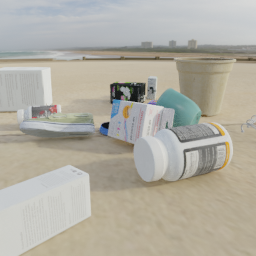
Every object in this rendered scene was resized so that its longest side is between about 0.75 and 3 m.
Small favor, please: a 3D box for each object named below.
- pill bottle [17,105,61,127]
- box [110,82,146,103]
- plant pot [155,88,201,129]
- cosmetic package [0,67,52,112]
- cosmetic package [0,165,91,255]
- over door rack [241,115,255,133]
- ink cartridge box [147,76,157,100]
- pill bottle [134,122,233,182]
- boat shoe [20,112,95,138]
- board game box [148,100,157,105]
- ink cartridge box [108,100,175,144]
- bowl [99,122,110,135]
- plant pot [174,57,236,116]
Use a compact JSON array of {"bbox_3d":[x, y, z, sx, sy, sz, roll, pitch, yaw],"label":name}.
[{"bbox_3d":[-3.536,-0.443,11.285,1.665,0.922,0.922,-4,18,-12],"label":"pill bottle"},{"bbox_3d":[0.008,-2.011,16.019,1.805,1.122,1.341,5,18,14],"label":"box"},{"bbox_3d":[1.747,-0.392,9.813,1.311,1.634,1.634,29,29,24],"label":"plant pot"},{"bbox_3d":[-5.383,-2.049,14.496,2.475,2.071,2.059,-1,16,-4],"label":"cosmetic package"},{"bbox_3d":[-1.623,1.464,5.050,0.681,0.969,1.911,15,22,41],"label":"cosmetic package"},{"bbox_3d":[5.216,0.095,9.980,1.962,0.654,1.450,14,25,35],"label":"over door rack"},{"bbox_3d":[1.478,-2.467,17.196,0.543,1.307,0.958,5,18,7],"label":"ink cartridge box"},{"bbox_3d":[1.389,0.613,7.138,2.282,1.328,1.328,-8,19,-24],"label":"pill bottle"},{"bbox_3d":[-2.483,-0.143,10.044,2.594,0.805,0.934,2,-21,-16],"label":"boat shoe"},{"bbox_3d":[1.501,-1.328,15.340,0.628,0.209,0.934,6,18,20],"label":"board game box"},{"bbox_3d":[0.356,-0.162,9.209,0.778,1.320,2.293,5,6,-39],"label":"ink cartridge box"},{"bbox_3d":[-0.520,0.010,10.843,1.163,0.228,1.163,5,19,-2],"label":"bowl"},{"bbox_3d":[3.566,-2.016,13.524,2.841,2.601,2.841,0,17,0],"label":"plant pot"}]
